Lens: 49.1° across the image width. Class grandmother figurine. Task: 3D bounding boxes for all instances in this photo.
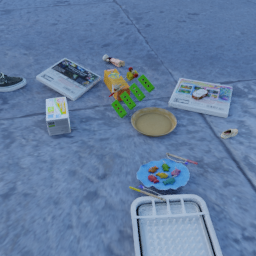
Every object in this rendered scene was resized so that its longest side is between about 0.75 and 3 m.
[{"bbox_3d":[-0.886,-3.779,15.692,1.414,0.428,0.858,28,19,33],"label":"grandmother figurine"}]

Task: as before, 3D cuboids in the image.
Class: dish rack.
[{"bbox_3d":[1.214,2.971,7.405,2.170,0.551,2.529,-2,40,-4],"label":"dish rack"}]

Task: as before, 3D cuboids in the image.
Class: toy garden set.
[{"bbox_3d":[0.052,-1.552,11.960,1.881,0.375,1.568,-42,61,11],"label":"toy garden set"}]

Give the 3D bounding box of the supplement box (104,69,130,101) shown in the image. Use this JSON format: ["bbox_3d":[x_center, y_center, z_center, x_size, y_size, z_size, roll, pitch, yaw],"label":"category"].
[{"bbox_3d":[-0.557,-2.091,13.408,0.682,0.706,2.051,-13,39,-18],"label":"supplement box"}]

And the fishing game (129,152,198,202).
[{"bbox_3d":[1.133,1.402,9.077,1.744,0.379,2.436,16,32,37],"label":"fishing game"}]

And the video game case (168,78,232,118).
[{"bbox_3d":[3.400,-1.459,12.946,2.565,0.304,2.335,13,41,16],"label":"video game case"}]

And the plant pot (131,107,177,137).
[{"bbox_3d":[1.054,-0.226,11.495,1.861,0.256,1.861,0,40,0],"label":"plant pot"}]

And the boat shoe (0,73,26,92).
[{"bbox_3d":[-6.141,-2.250,13.490,2.277,0.807,0.821,-10,41,-11],"label":"boat shoe"}]

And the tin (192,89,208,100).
[{"bbox_3d":[3.254,-1.535,12.672,0.850,0.178,0.476,-28,42,-29],"label":"tin"}]

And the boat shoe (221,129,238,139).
[{"bbox_3d":[4.015,0.173,10.984,0.809,0.280,0.298,-20,44,-23],"label":"boat shoe"}]

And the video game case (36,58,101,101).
[{"bbox_3d":[-2.882,-2.443,13.744,2.315,0.270,2.105,30,50,15],"label":"video game case"}]

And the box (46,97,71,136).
[{"bbox_3d":[-2.854,-0.517,11.423,0.861,0.776,1.531,-9,40,-11],"label":"box"}]
